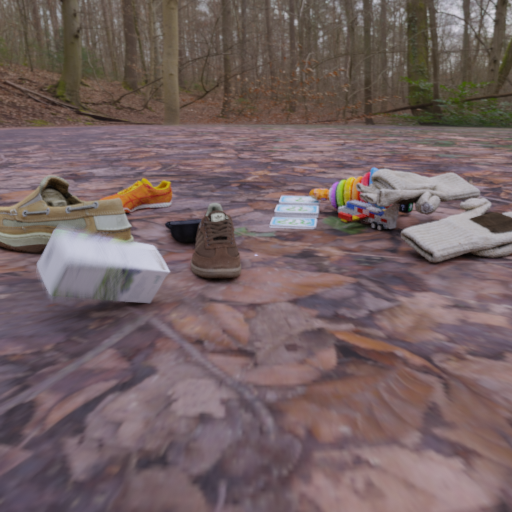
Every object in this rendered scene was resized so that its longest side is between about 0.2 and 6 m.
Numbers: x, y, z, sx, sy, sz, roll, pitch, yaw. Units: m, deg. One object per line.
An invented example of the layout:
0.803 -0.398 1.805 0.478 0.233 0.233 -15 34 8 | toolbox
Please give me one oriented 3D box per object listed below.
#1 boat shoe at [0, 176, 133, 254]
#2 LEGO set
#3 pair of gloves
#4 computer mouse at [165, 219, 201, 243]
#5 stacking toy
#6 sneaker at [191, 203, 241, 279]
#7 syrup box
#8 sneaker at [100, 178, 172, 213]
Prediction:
-3.430 -0.738 9.526 3.347 1.275 1.199 8 18 26 | boat shoe
1.876 -1.096 11.894 2.970 0.729 2.219 3 20 9 | LEGO set
3.407 -0.914 10.129 2.525 0.521 2.970 -5 33 -17 | pair of gloves
-1.196 -0.465 10.318 1.058 0.403 1.528 -3 5 -4 | computer mouse
1.948 -1.340 12.246 1.701 0.934 0.987 2 -9 28 | stacking toy
-0.674 -0.271 8.770 0.754 0.809 2.141 -3 16 -9 | sneaker
-1.812 0.153 6.763 1.394 0.549 0.568 9 34 -46 | syrup box
-2.784 -1.390 12.801 1.881 0.726 0.686 -18 25 -42 | sneaker
